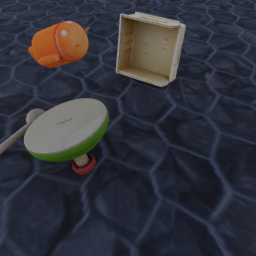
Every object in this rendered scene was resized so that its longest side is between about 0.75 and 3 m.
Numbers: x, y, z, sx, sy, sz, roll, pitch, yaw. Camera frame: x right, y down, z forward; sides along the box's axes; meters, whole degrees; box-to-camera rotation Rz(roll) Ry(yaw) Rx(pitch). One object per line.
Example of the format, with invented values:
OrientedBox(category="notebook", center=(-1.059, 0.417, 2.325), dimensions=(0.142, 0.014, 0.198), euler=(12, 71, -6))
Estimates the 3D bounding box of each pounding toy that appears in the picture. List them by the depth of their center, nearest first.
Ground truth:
OrientedBox(category="pounding toy", center=(-1.485, 0.334, 6.546), dimensions=(2.491, 1.156, 1.923), euler=(-4, 38, 22))

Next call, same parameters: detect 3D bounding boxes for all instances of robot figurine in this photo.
OrientedBox(category="robot figurine", center=(-1.555, -1.916, 6.431), dimensions=(1.538, 0.897, 1.107), euler=(-6, 10, 32))

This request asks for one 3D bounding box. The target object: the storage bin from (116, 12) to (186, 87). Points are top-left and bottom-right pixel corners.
OrientedBox(category="storage bin", center=(0.688, -2.538, 9.004), dimensions=(1.884, 1.897, 0.889), euler=(23, 36, 24))
